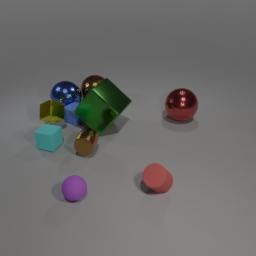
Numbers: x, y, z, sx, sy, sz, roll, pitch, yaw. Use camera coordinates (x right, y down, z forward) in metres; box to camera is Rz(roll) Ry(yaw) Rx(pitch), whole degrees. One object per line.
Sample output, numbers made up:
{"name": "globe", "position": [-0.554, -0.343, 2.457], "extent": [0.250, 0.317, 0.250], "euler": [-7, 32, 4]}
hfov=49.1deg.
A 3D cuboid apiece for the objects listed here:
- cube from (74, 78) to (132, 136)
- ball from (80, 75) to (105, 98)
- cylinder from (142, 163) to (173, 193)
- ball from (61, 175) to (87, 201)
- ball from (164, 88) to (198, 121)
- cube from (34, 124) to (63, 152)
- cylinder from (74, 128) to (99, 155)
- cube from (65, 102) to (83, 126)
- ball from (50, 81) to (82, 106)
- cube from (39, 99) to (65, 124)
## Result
{"name": "cube", "position": [-0.971, -0.844, 11.002], "extent": [1.400, 1.400, 1.400], "euler": [43, 34, -3]}
{"name": "ball", "position": [-1.553, -1.814, 13.293], "extent": [1.400, 1.400, 1.400], "euler": [0, 30, 0]}
{"name": "cylinder", "position": [0.854, 1.429, 7.965], "extent": [0.700, 0.700, 0.700], "euler": [-11, 62, 22]}
{"name": "ball", "position": [-1.491, 1.663, 7.782], "extent": [0.700, 0.700, 0.700], "euler": [0, 30, 0]}
{"name": "ball", "position": [2.242, -0.975, 11.787], "extent": [1.400, 1.400, 1.400], "euler": [0, 30, 0]}
{"name": "cube", "position": [-2.855, 0.349, 10.148], "extent": [0.700, 0.700, 0.700], "euler": [9, 29, 19]}
{"name": "cylinder", "position": [-1.422, 0.461, 9.627], "extent": [0.700, 0.700, 0.700], "euler": [5, 30, 8]}
{"name": "cube", "position": [-2.226, -0.598, 11.840], "extent": [0.700, 0.700, 0.700], "euler": [21, 38, 33]}
{"name": "ball", "position": [-2.782, -1.417, 12.590], "extent": [1.400, 1.400, 1.400], "euler": [0, 30, 0]}
{"name": "cube", "position": [-2.996, -0.629, 11.070], "extent": [0.700, 0.700, 0.700], "euler": [-17, -23, 33]}
